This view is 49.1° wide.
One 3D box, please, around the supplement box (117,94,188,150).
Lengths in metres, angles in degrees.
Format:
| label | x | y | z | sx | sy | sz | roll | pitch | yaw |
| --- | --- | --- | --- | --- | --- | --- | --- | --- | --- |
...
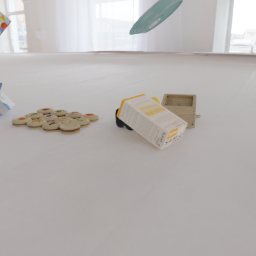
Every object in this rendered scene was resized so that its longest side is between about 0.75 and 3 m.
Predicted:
| label | x | y | z | sx | sy | sz | roll | pitch | yaw |
| --- | --- | --- | --- | --- | --- | --- | --- | --- | --- |
| supplement box | 0.665 | -0.225 | 7.891 | 1.681 | 0.618 | 1.059 | 38 | 37 | 27 |

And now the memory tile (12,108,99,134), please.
| label | x | y | z | sx | sy | sz | roll | pitch | yaw |
| --- | --- | --- | --- | --- | --- | --- | --- | --- | --- |
| memory tile | -2.452 | -0.297 | 9.582 | 2.551 | 0.214 | 1.955 | 8 | 21 | 21 |

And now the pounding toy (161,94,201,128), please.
| label | x | y | z | sx | sy | sz | roll | pitch | yaw |
| --- | --- | --- | --- | --- | --- | --- | --- | --- | --- |
| pounding toy | 1.823 | -0.541 | 9.471 | 1.297 | 1.002 | 1.409 | 4 | 30 | 13 |

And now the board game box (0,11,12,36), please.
| label | x | y | z | sx | sy | sz | roll | pitch | yaw |
| --- | --- | --- | --- | --- | --- | --- | --- | --- | --- |
| board game box | -3.425 | -2.324 | 6.669 | 0.597 | 1.158 | 0.608 | 39 | -3 | -40 |

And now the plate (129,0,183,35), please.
| label | x | y | z | sx | sy | sz | roll | pitch | yaw |
| --- | --- | --- | --- | --- | --- | --- | --- | --- | --- |
| plate | 1.180 | -4.168 | 10.217 | 2.679 | 0.342 | 2.679 | -38 | 4 | 3 |

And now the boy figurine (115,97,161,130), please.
| label | x | y | z | sx | sy | sz | roll | pitch | yaw |
| --- | --- | --- | --- | --- | --- | --- | --- | --- | --- |
| boy figurine | 0.437 | -0.609 | 9.709 | 1.403 | 0.727 | 2.256 | 13 | 22 | 28 |

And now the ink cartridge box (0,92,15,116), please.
| label | x | y | z | sx | sy | sz | roll | pitch | yaw |
| --- | --- | --- | --- | --- | --- | --- | --- | --- | --- |
| ink cartridge box | -4.773 | -0.947 | 10.667 | 0.398 | 0.680 | 0.941 | -37 | 20 | 5 |

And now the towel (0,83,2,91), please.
| label | x | y | z | sx | sy | sz | roll | pitch | yaw |
| --- | --- | --- | --- | --- | --- | --- | --- | --- | --- |
| towel | -5.147 | -0.955 | 10.040 | 1.540 | 0.254 | 2.127 | -47 | 27 | -1 |
